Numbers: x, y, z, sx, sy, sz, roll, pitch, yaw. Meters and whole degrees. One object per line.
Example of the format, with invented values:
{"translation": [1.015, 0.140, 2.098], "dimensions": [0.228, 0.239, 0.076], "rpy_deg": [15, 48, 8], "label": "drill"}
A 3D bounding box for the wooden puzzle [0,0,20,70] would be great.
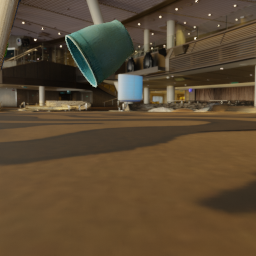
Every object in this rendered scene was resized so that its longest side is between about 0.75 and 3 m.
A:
{"translation": [-3.394, -2.791, 6.998], "dimensions": [0.654, 2.618, 2.827], "rpy_deg": [-1, 40, -44], "label": "wooden puzzle"}

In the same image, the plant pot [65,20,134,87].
{"translation": [-0.937, -2.937, 10.466], "dimensions": [1.963, 2.089, 2.089], "rpy_deg": [-34, 12, -11], "label": "plant pot"}
